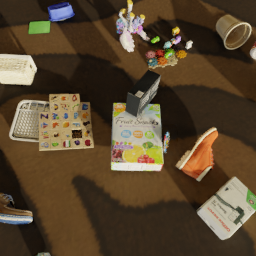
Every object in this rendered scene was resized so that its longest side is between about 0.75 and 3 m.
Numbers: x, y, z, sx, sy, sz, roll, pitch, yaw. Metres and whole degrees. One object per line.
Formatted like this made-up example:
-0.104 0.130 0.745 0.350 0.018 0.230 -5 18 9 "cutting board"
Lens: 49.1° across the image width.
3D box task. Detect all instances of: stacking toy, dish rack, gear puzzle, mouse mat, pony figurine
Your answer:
2.155 -4.163 13.719 1.657 0.389 1.249 -29 64 -12 "stacking toy"
-3.904 -0.249 11.627 1.608 0.408 1.873 5 62 2 "dish rack"
1.854 -3.415 13.360 1.984 0.260 1.028 -9 63 -5 "gear puzzle"
-4.550 -5.173 14.412 1.110 0.042 0.893 -3 63 -3 "mouse mat"
0.142 -4.853 13.476 1.530 1.837 1.773 -37 84 -26 "pony figurine"

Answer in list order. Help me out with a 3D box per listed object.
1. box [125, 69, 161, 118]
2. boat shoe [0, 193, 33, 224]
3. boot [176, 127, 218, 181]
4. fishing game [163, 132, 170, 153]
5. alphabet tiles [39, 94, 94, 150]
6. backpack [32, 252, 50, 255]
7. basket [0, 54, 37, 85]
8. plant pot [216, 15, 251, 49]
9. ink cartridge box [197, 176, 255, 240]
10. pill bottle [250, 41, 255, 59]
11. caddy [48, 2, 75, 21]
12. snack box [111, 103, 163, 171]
0.587 -1.364 11.042 0.630 1.127 1.597 28 56 16 "box"
-4.496 2.754 9.779 2.508 0.906 0.908 7 61 4 "boat shoe"
2.959 0.996 10.805 1.182 0.827 2.204 38 77 15 "boot"
1.512 0.559 10.754 0.175 1.124 0.805 7 93 15 "fishing game"
-2.569 -0.310 11.530 2.104 0.095 2.518 -2 65 -14 "alphabet tiles"
-2.754 4.436 9.023 0.597 0.685 0.779 -18 68 -5 "backpack"
-5.034 -2.585 12.496 1.540 1.044 0.950 3 64 1 "basket"
4.983 -4.763 13.579 1.383 1.383 1.266 -17 52 -8 "plant pot"
3.531 2.799 9.830 1.789 0.743 1.312 -37 68 -17 "ink cartridge box"
6.349 -3.911 13.388 0.672 0.672 1.191 26 65 13 "pill bottle"
-3.452 -5.918 14.433 1.367 0.717 0.966 -21 44 -14 "caddy"
0.326 0.299 11.048 1.932 0.720 2.717 3 58 -3 "snack box"
